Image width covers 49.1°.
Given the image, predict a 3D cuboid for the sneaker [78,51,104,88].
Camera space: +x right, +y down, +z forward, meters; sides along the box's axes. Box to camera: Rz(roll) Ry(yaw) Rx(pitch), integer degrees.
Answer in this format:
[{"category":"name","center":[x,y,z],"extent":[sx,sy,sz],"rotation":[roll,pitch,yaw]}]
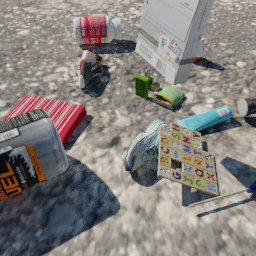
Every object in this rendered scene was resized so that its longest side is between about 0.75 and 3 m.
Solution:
[{"category":"sneaker","center":[-1.370,-2.273,10.564],"extent":[0.870,0.818,2.124],"rotation":[7,45,-2]}]

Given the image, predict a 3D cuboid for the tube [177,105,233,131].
[{"category":"tube","center":[2.432,-0.260,8.787],"extent":[1.700,0.429,0.658],"rotation":[-18,40,-11]}]

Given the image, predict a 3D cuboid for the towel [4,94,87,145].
[{"category":"towel","center":[-2.661,-0.308,8.910],"extent":[2.331,0.262,1.685],"rotation":[13,48,16]}]

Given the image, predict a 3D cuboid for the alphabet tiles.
[{"category":"alphabet tiles","center":[1.596,0.710,7.530],"extent":[1.680,0.076,2.010],"rotation":[20,45,-11]}]

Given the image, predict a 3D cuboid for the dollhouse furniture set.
[{"category":"dollhouse furniture set","center":[1.138,-1.434,9.683],"extent":[1.538,0.772,1.008],"rotation":[27,51,25]}]

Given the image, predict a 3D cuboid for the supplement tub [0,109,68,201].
[{"category":"supplement tub","center":[-3.084,0.800,6.683],"extent":[2.902,1.778,1.778],"rotation":[-24,49,-22]}]

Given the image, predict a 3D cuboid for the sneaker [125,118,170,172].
[{"category":"sneaker","center":[0.675,0.507,7.710],"extent":[0.885,0.796,2.051],"rotation":[27,51,21]}]

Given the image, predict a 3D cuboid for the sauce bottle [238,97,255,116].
[{"category":"sauce bottle","center":[4.969,-0.852,8.992],"extent":[2.845,0.921,0.921],"rotation":[-7,45,-7]}]

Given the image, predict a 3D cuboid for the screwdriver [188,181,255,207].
[{"category":"screwdriver","center":[2.744,1.630,6.872],"extent":[2.742,0.382,0.399],"rotation":[-16,78,-14]}]

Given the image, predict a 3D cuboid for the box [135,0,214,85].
[{"category":"box","center":[0.920,-2.293,6.172],"extent":[0.437,2.122,1.654],"rotation":[-19,50,-27]}]

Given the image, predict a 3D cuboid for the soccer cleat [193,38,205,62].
[{"category":"soccer cleat","center":[2.073,-3.632,11.726],"extent":[2.495,1.063,0.856],"rotation":[30,51,26]}]

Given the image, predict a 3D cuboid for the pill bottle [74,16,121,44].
[{"category":"pill bottle","center":[-1.334,-4.345,12.402],"extent":[2.018,1.133,1.133],"rotation":[-5,45,-4]}]
